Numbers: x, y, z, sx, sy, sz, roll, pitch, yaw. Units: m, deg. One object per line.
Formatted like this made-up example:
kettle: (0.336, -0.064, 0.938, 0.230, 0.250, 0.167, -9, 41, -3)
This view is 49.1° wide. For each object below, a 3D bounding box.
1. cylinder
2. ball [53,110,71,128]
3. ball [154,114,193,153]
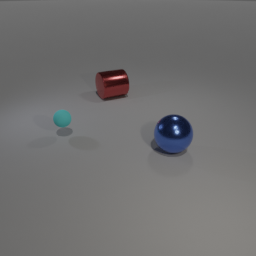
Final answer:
cylinder: (-0.840, -2.331, 14.788, 1.400, 1.400, 1.400, -13, 31, -23)
ball: (-2.567, -0.367, 10.944, 0.700, 0.700, 0.700, 0, 28, 0)
ball: (1.632, 0.205, 10.062, 1.400, 1.400, 1.400, 0, 28, 0)
